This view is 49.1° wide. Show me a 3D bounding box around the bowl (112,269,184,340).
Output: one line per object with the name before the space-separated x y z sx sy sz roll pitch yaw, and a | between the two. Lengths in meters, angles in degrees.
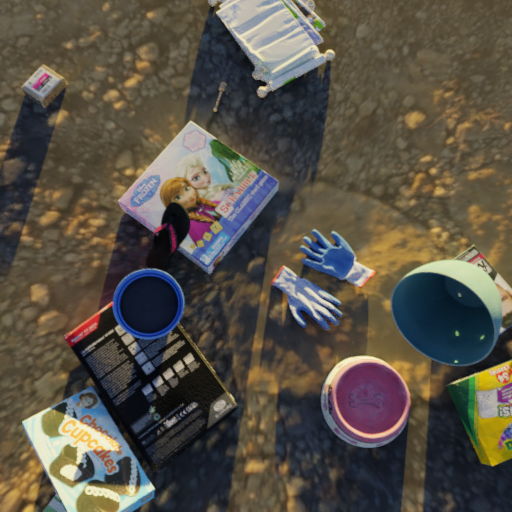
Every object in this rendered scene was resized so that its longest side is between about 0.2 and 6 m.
bowl | -1.891 0.850 9.876 1.232 0.242 1.232 1 79 -7

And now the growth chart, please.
growth chart | 0.390 -5.327 12.839 2.331 0.286 3.221 -26 73 -9

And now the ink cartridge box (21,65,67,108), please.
ink cartridge box | -4.659 -3.725 12.309 0.622 0.284 0.755 34 76 9

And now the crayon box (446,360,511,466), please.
crayon box | 4.567 2.720 10.062 1.725 0.503 1.488 -19 73 -6

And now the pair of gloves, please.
pair of gloves | 1.269 0.466 10.954 1.574 0.223 1.957 37 75 13

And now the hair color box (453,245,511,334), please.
hair color box | 4.335 0.684 10.748 0.791 0.484 1.597 -33 75 -11

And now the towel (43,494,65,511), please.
towel | -3.339 5.061 9.473 1.251 0.192 1.639 26 75 8

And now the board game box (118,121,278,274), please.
board game box | -1.147 -1.225 11.378 2.323 0.479 2.328 35 75 11

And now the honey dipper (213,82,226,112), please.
honey dipper | -0.818 -3.489 12.318 0.134 0.134 0.704 15 74 5

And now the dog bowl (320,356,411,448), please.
dog bowl | 2.005 2.592 10.057 1.650 0.608 1.650 0 72 0

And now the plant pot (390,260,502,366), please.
plant pot | 3.350 0.769 9.424 1.774 1.774 1.195 44 51 13

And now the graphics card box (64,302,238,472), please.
graphics card box | -1.878 2.119 10.139 1.828 0.741 2.914 -37 74 -11

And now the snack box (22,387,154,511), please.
snack box | -2.831 3.418 9.408 1.297 0.414 2.232 -25 57 -30

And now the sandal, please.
sandal | -1.721 -0.286 10.672 0.598 0.359 1.592 32 112 13
